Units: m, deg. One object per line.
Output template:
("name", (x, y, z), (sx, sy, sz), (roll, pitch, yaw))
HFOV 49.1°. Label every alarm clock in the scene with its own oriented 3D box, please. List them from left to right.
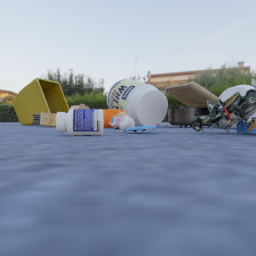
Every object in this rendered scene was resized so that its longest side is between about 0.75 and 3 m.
("alarm clock", (2.506, -0.494, 12.240), (1.847, 0.912, 2.739), (-2, 5, -34))

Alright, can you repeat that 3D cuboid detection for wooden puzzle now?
("wooden puzzle", (2.545, -1.310, 11.021), (1.653, 0.333, 1.787), (27, -12, -22))

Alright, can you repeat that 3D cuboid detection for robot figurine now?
("robot figurine", (-0.570, -0.349, 10.713), (1.254, 0.731, 0.902), (-1, -1, -9))

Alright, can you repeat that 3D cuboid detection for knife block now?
("knife block", (-3.419, -0.327, 12.448), (1.660, 0.531, 1.458), (4, -3, -11))

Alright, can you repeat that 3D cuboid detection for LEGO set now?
("LEGO set", (2.171, -0.313, 5.454), (1.877, 0.819, 2.890), (-39, 1, 19))

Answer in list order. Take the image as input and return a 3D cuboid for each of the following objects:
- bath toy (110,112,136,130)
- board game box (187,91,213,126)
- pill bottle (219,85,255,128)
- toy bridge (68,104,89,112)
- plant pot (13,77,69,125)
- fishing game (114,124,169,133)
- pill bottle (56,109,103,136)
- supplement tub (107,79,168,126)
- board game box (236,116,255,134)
("bath toy", (-0.124, -0.196, 8.962), (0.517, 0.609, 1.400), (23, -2, -19))
("board game box", (4.037, -1.050, 15.887), (0.385, 1.851, 2.736), (-1, 2, -10))
("pill bottle", (4.174, -0.727, 9.877), (1.513, 1.513, 2.647), (1, 2, 36))
("toy bridge", (-2.507, -0.682, 13.709), (0.817, 0.331, 2.429), (30, -21, -9))
("plant pot", (-5.238, -1.278, 16.527), (2.425, 2.371, 2.355), (-23, -6, 17))
("fishing game", (0.309, 0.041, 6.255), (1.124, 0.175, 0.805), (-9, 4, -22))
("pill bottle", (-0.869, -0.101, 5.114), (0.825, 0.494, 0.494), (0, 1, -8))
("supplement tub", (0.391, -1.158, 12.866), (1.912, 1.912, 2.638), (-1, 16, -31))
("board game box", (3.295, -0.058, 5.215), (1.605, 0.388, 2.122), (-1, 0, -6))
